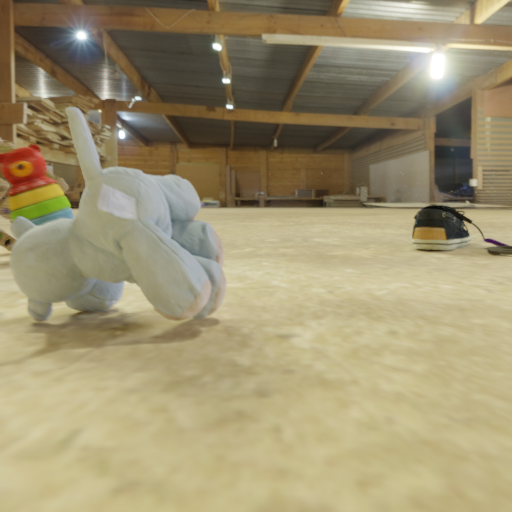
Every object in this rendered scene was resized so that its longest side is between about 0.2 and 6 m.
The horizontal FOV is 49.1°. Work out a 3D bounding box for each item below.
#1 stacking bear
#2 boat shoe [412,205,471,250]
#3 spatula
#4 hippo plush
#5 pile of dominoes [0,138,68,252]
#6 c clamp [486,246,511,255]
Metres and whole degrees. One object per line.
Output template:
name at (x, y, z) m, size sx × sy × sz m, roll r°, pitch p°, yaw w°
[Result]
stacking bear at (-3.803, -0.940, 9.696) m, size 1.153 × 1.899 × 1.080 m, roll -18°, pitch 10°, yaw -6°
boat shoe at (4.314, -0.695, 13.030) m, size 1.161 × 0.969 × 3.112 m, roll 1°, pitch 5°, yaw 28°
spatula at (4.879, -0.623, 12.480) m, size 1.709 × 0.176 × 0.483 m, roll 38°, pitch 0°, yaw 7°
hippo plush at (-1.401, 0.097, 5.246) m, size 1.696 × 1.680 × 2.109 m, roll -30°, pitch -19°, yaw 16°
pile of dominoes at (-5.228, -1.368, 11.123) m, size 2.371 × 1.848 × 0.377 m, roll 37°, pitch 3°, yaw -11°
c clamp at (5.326, -0.140, 11.398) m, size 1.174 × 0.186 × 1.374 m, roll 3°, pitch 7°, yaw 22°
